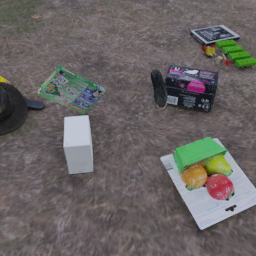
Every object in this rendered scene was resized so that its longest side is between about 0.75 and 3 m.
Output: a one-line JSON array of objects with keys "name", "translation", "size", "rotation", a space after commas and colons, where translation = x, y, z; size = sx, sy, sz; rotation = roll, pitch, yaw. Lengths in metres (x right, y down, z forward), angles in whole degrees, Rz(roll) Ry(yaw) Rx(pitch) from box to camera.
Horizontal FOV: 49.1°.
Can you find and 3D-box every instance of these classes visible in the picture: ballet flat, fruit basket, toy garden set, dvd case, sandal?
[{"name": "ballet flat", "translation": [1.049, -1.285, 9.221], "size": [0.462, 0.395, 1.390], "rotation": [-12, 74, 11]}, {"name": "fruit basket", "translation": [2.518, 1.600, 8.701], "size": [2.283, 1.156, 2.465], "rotation": [-18, 63, -18]}, {"name": "toy garden set", "translation": [5.085, -3.681, 14.375], "size": [1.970, 0.472, 2.363], "rotation": [-10, 46, -13]}, {"name": "dvd case", "translation": [5.001, -5.348, 16.182], "size": [2.262, 0.280, 1.700], "rotation": [-15, 46, -16]}, {"name": "sandal", "translation": [-4.242, -0.994, 11.750], "size": [1.473, 0.315, 0.560], "rotation": [16, 53, 3]}]

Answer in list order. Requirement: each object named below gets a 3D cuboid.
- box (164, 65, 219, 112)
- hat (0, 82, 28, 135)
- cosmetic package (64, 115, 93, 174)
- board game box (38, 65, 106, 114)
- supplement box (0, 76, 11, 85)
[{"name": "box", "translation": [2.577, -1.645, 11.612], "size": [2.039, 1.348, 1.170], "rotation": [12, 41, 13]}, {"name": "hat", "translation": [-5.012, -0.980, 10.645], "size": [2.397, 0.967, 2.397], "rotation": [8, 63, -16]}, {"name": "cosmetic package", "translation": [-1.634, 0.547, 9.341], "size": [0.846, 1.376, 1.371], "rotation": [-6, 45, -5]}, {"name": "board game box", "translation": [-2.053, -1.354, 10.407], "size": [2.071, 1.394, 0.302], "rotation": [24, 40, -42]}, {"name": "supplement box", "translation": [-5.745, -1.744, 12.093], "size": [1.483, 0.812, 0.807], "rotation": [30, 51, 26]}]
